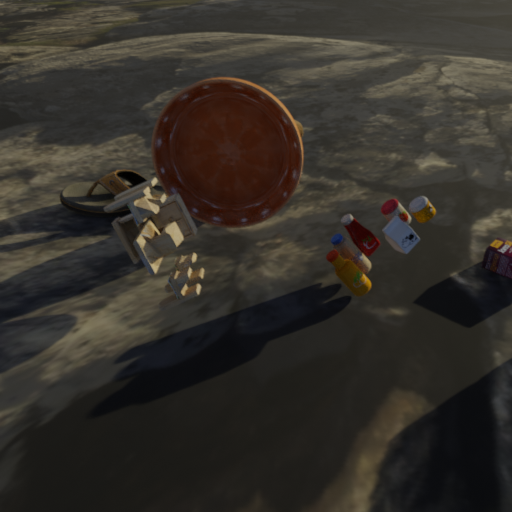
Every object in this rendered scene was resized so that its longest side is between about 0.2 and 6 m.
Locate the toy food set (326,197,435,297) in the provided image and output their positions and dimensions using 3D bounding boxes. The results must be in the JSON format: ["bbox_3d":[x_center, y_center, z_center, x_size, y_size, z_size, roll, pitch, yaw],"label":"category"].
[{"bbox_3d":[2.060,-0.416,9.782,2.097,0.943,1.001,-46,23,-3],"label":"toy food set"}]

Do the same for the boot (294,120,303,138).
[{"bbox_3d":[0.147,-1.943,11.960,0.914,2.421,0.891,-14,63,-49],"label":"boot"}]

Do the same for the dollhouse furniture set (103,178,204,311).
[{"bbox_3d":[-1.637,-0.209,8.371,1.154,1.629,1.773,-23,18,9],"label":"dollhouse furniture set"}]

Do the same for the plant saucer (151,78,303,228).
[{"bbox_3d":[-0.496,-1.753,9.744,2.642,2.642,0.426,5,29,7],"label":"plant saucer"}]

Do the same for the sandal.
[{"bbox_3d":[-2.746,-1.417,12.176,2.992,0.817,1.223,5,34,7],"label":"sandal"}]

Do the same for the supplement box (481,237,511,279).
[{"bbox_3d":[4.743,0.112,10.192,1.030,0.441,0.568,26,41,34],"label":"supplement box"}]
